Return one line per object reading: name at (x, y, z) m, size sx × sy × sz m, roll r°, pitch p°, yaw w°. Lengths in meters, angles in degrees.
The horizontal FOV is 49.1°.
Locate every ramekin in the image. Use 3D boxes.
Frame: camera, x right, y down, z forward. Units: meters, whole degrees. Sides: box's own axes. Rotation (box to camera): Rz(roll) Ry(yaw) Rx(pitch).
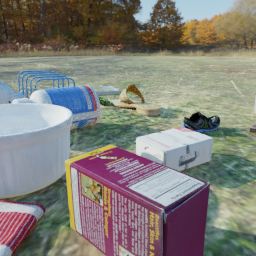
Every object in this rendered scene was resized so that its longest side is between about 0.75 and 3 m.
ramekin at (-2.476, 0.361, 5.922) m, size 2.637 × 1.286 × 2.637 m, roll 1°, pitch 18°, yaw 0°

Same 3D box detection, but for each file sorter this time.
file sorter at (-3.219, -1.406, 10.992) m, size 1.625 × 1.437 × 2.342 m, roll -9°, pitch 22°, yaw -34°

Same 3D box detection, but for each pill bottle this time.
pill bottle at (-2.202, -0.553, 8.657) m, size 2.437 × 1.368 × 1.368 m, roll -13°, pitch 22°, yaw -38°

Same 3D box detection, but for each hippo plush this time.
hippo plush at (-4.746, -0.900, 10.166) m, size 1.786 × 1.769 × 2.221 m, roll 40°, pitch -3°, yaw 38°

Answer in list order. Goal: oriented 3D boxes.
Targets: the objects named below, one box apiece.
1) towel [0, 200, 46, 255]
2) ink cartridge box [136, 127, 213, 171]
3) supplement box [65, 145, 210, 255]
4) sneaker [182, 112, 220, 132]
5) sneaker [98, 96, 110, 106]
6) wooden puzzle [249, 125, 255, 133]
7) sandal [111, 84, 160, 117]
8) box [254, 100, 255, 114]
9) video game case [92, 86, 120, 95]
towel at (-2.630, 1.662, 3.447) m, size 2.113 × 0.334 × 2.934 m, roll 4°, pitch 18°, yaw 10°
ink cartridge box at (1.072, 0.500, 6.573) m, size 1.485 × 0.630 × 1.082 m, roll -10°, pitch 20°, yaw -32°
supplement box at (0.048, 1.081, 3.821) m, size 0.940 × 1.193 × 1.822 m, roll -17°, pitch 25°, yaw -42°
sneaker at (2.346, -0.217, 8.827) m, size 1.497 × 0.620 × 0.531 m, roll -9°, pitch 21°, yaw -26°
sneaker at (-1.114, -1.190, 12.476) m, size 0.370 × 0.339 × 0.868 m, roll -4°, pitch 26°, yaw -37°
wooden puzzle at (4.791, 0.170, 8.395) m, size 2.100 × 0.148 × 1.245 m, roll 15°, pitch 23°, yaw 38°
sandal at (0.299, -1.316, 11.616) m, size 1.129 × 1.013 × 3.079 m, roll -11°, pitch 21°, yaw -30°
box at (5.728, -1.151, 10.145) m, size 1.369 × 1.598 × 1.590 m, roll -10°, pitch 20°, yaw -21°
video game case at (-1.552, -2.050, 15.253) m, size 1.840 × 0.203 × 1.675 m, roll -6°, pitch 19°, yaw -19°
